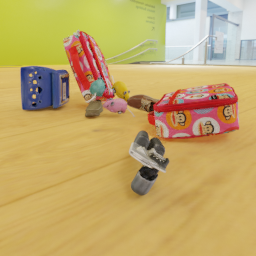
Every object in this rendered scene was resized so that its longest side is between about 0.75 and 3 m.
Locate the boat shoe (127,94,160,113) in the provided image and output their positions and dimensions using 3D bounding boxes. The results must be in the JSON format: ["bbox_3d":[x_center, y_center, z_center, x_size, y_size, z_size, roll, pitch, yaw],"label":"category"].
[{"bbox_3d":[0.706,-0.854,10.218,1.562,0.591,0.561,7,24,9],"label":"boat shoe"}]

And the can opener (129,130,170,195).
[{"bbox_3d":[0.293,0.603,5.573,0.687,0.862,2.577,29,5,1],"label":"can opener"}]

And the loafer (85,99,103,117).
[{"bbox_3d":[-1.307,-0.765,10.635,0.582,0.516,1.531,-5,13,4],"label":"loafer"}]

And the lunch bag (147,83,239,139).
[{"bbox_3d":[1.906,-0.531,8.547,2.638,1.227,2.994,-7,13,17],"label":"lunch bag"}]

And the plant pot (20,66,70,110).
[{"bbox_3d":[-3.372,-1.680,11.741,1.572,1.748,1.748,4,13,4],"label":"plant pot"}]

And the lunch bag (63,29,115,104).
[{"bbox_3d":[-1.669,-2.494,11.828,1.218,2.973,2.619,-21,1,12],"label":"lunch bag"}]

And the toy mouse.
[{"bbox_3d":[-0.675,-1.228,10.214,2.039,0.444,2.294,-14,59,-43],"label":"toy mouse"}]
